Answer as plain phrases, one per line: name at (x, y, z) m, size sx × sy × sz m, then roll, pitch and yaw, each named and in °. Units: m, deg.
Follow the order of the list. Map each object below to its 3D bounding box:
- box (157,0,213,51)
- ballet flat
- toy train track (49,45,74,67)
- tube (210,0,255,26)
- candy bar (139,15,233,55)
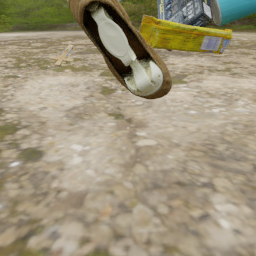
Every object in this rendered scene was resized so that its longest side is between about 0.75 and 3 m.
box at (1.117, -2.465, 5.762) m, size 0.364 × 1.426 × 1.125 m, roll 20°, pitch -32°, yaw -35°
ballet flat at (0.013, -0.855, 3.339) m, size 0.645 × 1.901 × 0.688 m, roll -31°, pitch 39°, yaw 12°
toy train track at (-1.945, -2.185, 8.619) m, size 0.727 × 0.206 × 1.268 m, roll 10°, pitch 44°, yaw 5°
tube at (3.054, -2.900, 5.598) m, size 2.798 × 1.083 × 0.705 m, roll -20°, pitch -16°, yaw 6°
candy bar at (1.089, -1.583, 4.955) m, size 2.190 × 0.546 × 0.243 m, roll -7°, pitch 41°, yaw -34°
